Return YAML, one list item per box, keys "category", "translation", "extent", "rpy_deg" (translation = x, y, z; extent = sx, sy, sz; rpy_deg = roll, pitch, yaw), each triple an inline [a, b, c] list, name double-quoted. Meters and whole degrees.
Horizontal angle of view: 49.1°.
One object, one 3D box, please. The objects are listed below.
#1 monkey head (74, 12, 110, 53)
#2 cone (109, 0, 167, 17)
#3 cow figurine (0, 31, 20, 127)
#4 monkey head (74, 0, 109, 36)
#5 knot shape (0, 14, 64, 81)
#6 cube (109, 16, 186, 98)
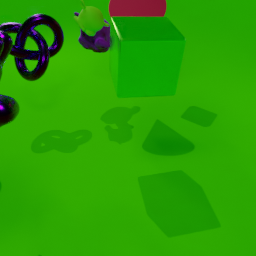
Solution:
- category: "monkey head"
  translation: [-0.798, -2.638, 7.851]
  extent: [1.566, 0.944, 1.127]
  rpy_deg: [13, 5, -34]
- category: "cone"
  translation: [0.269, -2.666, 7.195]
  extent: [1.362, 1.367, 1.362]
  rpy_deg: [-1, 74, 4]
- category: "cow figurine"
  translation: [-2.156, -0.672, 3.759]
  extent: [1.556, 1.532, 0.854]
  rpy_deg: [29, 13, -16]
- category: "monkey head"
  translation: [-1.002, -2.786, 7.119]
  extent: [0.786, 0.659, 1.093]
  rpy_deg: [48, 13, 35]
- category: "knot shape"
  translation: [-2.413, -1.941, 6.961]
  extent: [1.656, 1.550, 0.765]
  rpy_deg: [-6, 0, -8]
- category: "cube"
  translation: [0.287, -1.343, 5.250]
  extent: [1.127, 1.127, 1.127]
  rpy_deg: [-4, 40, -10]
